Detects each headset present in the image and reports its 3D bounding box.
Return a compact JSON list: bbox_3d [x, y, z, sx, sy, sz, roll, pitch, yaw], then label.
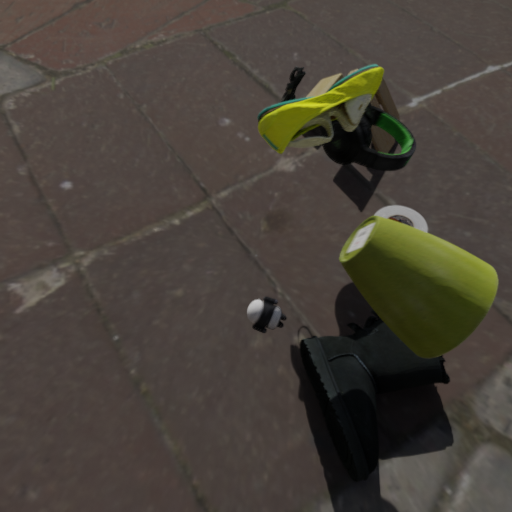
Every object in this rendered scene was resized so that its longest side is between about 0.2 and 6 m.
[{"bbox_3d":[1.798,-2.606,10.622,2.722,1.279,1.681,20,44,-2],"label":"headset"}]

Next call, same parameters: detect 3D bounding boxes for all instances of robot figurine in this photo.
[{"bbox_3d":[0.154,0.902,8.553,0.597,0.372,0.448,21,53,-14],"label":"robot figurine"}]

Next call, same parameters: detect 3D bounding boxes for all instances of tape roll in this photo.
[{"bbox_3d":[3.005,-0.523,11.865,1.161,0.384,1.161,0,50,0],"label":"tape roll"}]

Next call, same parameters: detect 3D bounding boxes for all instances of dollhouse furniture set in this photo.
[{"bbox_3d":[2.427,-3.555,14.316,2.070,1.687,1.968,-3,40,45],"label":"dollhouse furniture set"}]

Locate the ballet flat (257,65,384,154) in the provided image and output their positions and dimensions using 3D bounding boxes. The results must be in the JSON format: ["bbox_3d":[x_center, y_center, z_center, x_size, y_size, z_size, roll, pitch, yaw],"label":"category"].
[{"bbox_3d":[1.133,-2.205,8.700,2.355,0.787,0.789,-26,80,-18],"label":"ballet flat"}]

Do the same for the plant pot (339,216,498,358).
[{"bbox_3d":[1.929,0.245,7.236,1.612,1.509,1.509,36,55,-9],"label":"plant pot"}]

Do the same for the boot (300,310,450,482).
[{"bbox_3d":[2.136,2.147,9.356,2.229,1.007,2.720,-12,48,-9],"label":"boot"}]
